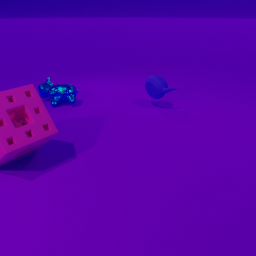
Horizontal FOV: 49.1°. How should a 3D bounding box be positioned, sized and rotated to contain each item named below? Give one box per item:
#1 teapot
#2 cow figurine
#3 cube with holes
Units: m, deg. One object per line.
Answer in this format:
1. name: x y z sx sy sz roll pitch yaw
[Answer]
1. teapot: 1.107 -1.498 10.109 0.693 0.880 1.415 -32 38 -26
2. cow figurine: -2.667 -1.406 10.733 1.540 0.845 1.516 -7 31 -4
3. cube with holes: -2.638 -0.025 6.364 1.265 1.265 1.265 -27 -3 -43
